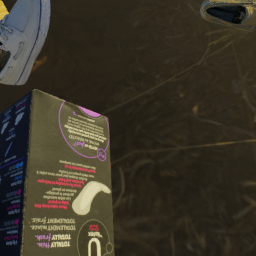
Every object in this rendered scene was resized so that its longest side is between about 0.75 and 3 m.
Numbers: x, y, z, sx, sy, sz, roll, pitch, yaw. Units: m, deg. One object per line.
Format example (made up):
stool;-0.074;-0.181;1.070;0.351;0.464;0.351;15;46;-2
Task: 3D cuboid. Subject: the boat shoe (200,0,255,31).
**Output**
boat shoe;2.501;-2.398;6.004;1.870;0.670;0.712;5;29;6

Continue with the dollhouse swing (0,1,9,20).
dollhouse swing;-3.480;-2.680;7.099;1.160;1.319;1.199;-31;25;-18

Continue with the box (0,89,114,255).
box;-1.048;0.829;3.699;1.152;1.328;2.173;-23;60;36

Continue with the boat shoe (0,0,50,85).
boat shoe;-2.169;-1.711;5.331;0.779;2.231;0.791;-10;59;-45
